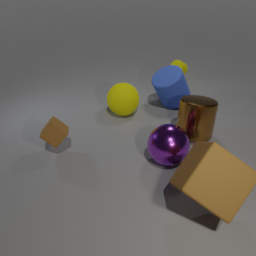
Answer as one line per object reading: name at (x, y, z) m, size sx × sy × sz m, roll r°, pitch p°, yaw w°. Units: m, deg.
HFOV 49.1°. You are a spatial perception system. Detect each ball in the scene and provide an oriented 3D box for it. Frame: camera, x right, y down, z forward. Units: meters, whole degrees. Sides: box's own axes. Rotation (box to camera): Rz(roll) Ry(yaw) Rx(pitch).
ball at (-0.213, -1.242, 12.062) m, size 1.400 × 1.400 × 1.400 m, roll 0°, pitch 33°, yaw 0°
ball at (1.342, 0.556, 9.301) m, size 1.400 × 1.400 × 1.400 m, roll 0°, pitch 33°, yaw 0°

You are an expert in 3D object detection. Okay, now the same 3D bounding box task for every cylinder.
cylinder at (1.936, -1.828, 12.530) m, size 1.400 × 1.400 × 1.400 m, roll -17°, pitch 45°, yaw 18°
cylinder at (2.710, -3.197, 14.891) m, size 0.700 × 0.700 × 0.700 m, roll 25°, pitch 11°, yaw 33°
cylinder at (2.579, -0.394, 10.584) m, size 1.400 × 1.400 × 1.400 m, roll 4°, pitch 23°, yaw -2°

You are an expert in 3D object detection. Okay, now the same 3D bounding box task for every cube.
cube at (2.134, 1.301, 7.174) m, size 1.400 × 1.400 × 1.400 m, roll 35°, pitch -4°, yaw -2°
cube at (-2.549, 0.136, 9.741) m, size 0.700 × 0.700 × 0.700 m, roll 38°, pitch 10°, yaw -20°
